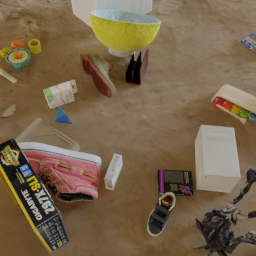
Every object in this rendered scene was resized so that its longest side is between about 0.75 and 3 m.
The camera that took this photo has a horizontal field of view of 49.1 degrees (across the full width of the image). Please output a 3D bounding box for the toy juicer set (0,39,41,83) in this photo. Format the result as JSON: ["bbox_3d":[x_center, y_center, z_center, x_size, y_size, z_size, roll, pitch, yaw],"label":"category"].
[{"bbox_3d":[-4.347,-2.699,10.560,1.375,0.588,2.162,14,56,10],"label":"toy juicer set"}]

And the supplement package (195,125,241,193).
[{"bbox_3d":[2.408,0.843,7.735,0.955,0.943,1.575,6,54,4],"label":"supplement package"}]

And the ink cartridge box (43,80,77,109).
[{"bbox_3d":[-2.187,-1.131,9.369,1.093,0.640,0.368,-23,56,-15],"label":"ink cartridge box"}]

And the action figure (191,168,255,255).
[{"bbox_3d":[2.536,2.186,6.493,1.204,2.360,1.403,22,18,-32],"label":"action figure"}]

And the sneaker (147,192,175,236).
[{"bbox_3d":[0.845,2.130,7.098,0.462,0.467,1.177,24,59,12],"label":"sneaker"}]

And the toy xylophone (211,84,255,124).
[{"bbox_3d":[3.580,-0.750,9.210,1.811,0.455,1.326,38,62,25],"label":"toy xylophone"}]

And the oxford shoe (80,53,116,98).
[{"bbox_3d":[-0.897,-1.992,9.924,0.861,0.811,2.301,-21,57,-21],"label":"oxford shoe"}]

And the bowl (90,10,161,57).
[{"bbox_3d":[-0.169,-3.464,10.452,2.579,1.388,2.579,6,31,-4],"label":"bowl"}]

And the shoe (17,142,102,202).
[{"bbox_3d":[-1.964,1.184,7.279,2.570,0.918,1.169,11,54,-13],"label":"shoe"}]

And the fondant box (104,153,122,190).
[{"bbox_3d":[-0.391,1.205,7.691,0.240,0.595,0.824,13,55,10],"label":"fondant box"}]

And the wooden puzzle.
[{"bbox_3d":[-2.557,0.718,8.189,1.860,0.322,2.758,39,69,19],"label":"wooden puzzle"}]

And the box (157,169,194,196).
[{"bbox_3d":[1.301,1.507,7.735,0.968,0.175,0.692,2,54,3],"label":"box"}]

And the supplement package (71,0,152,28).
[{"bbox_3d":[-0.700,-5.882,11.869,2.907,2.206,2.190,-34,61,-22],"label":"supplement package"}]

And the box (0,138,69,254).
[{"bbox_3d":[-2.095,1.593,6.182,0.591,2.394,1.912,-28,65,-23],"label":"box"}]

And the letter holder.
[{"bbox_3d":[0.329,-2.277,10.091,0.596,0.842,1.185,13,55,9],"label":"letter holder"}]

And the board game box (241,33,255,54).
[{"bbox_3d":[5.304,-3.317,11.237,0.860,0.219,1.270,-22,57,-15],"label":"board game box"}]
